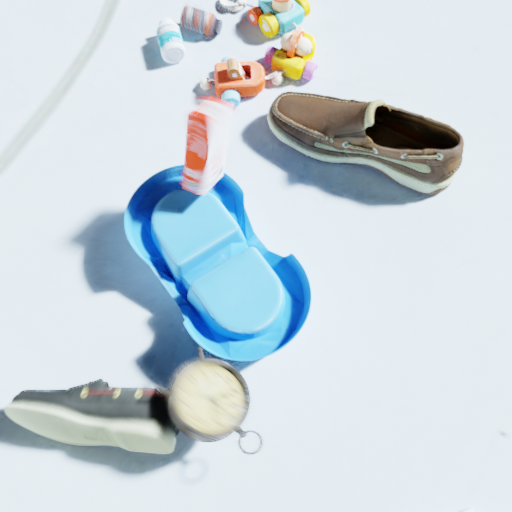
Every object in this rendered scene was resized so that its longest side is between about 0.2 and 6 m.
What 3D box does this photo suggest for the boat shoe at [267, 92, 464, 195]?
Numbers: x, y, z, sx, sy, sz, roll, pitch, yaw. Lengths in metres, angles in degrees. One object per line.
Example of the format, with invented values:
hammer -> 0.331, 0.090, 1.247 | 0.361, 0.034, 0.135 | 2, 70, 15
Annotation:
boat shoe -> 1.815, -2.189, 9.315 | 3.365, 1.245, 1.243 | 19, 67, 8

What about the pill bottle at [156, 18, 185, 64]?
pill bottle -> -1.634, -4.097, 10.609 | 0.458, 0.458, 0.826 | -13, 66, -6

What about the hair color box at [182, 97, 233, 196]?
hair color box -> -0.711, -1.569, 8.075 | 0.395, 1.236, 0.685 | 22, 42, 12

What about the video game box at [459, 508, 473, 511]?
video game box -> 2.511, 3.850, 7.177 | 0.970, 0.227, 0.884 | -17, 65, -7

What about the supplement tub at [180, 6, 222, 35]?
supplement tub -> -1.048, -4.516, 10.797 | 0.767, 0.410, 0.410 | 17, 67, 0

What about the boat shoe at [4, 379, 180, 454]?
boat shoe -> -2.188, 2.124, 7.646 | 2.396, 0.877, 0.751 | 4, 48, 7

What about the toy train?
toy train -> 0.062, -4.135, 10.435 | 2.173, 0.805, 2.894 | 1, 66, 0

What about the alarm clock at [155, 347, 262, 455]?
alarm clock -> -0.510, 1.991, 7.258 | 1.493, 0.497, 1.007 | 42, 59, 13

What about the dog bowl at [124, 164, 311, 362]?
dog bowl -> -0.600, 0.136, 8.507 | 1.885, 0.838, 3.381 | -33, 70, -13
